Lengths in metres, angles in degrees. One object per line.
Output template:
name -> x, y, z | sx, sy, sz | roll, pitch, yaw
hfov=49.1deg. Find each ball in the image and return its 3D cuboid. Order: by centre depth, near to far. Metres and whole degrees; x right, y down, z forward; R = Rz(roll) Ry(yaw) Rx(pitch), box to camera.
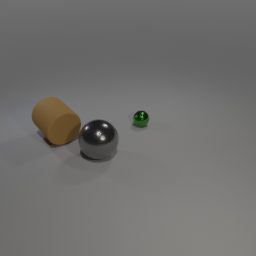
ball -> -1.025, 0.395, 9.812 | 1.400, 1.400, 1.400 | 0, 30, 0
ball -> 0.559, -0.398, 11.912 | 0.700, 0.700, 0.700 | 0, 30, 0

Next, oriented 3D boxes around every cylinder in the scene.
cylinder -> -2.753, -0.290, 10.761 | 1.400, 1.400, 1.400 | -22, 44, -33
